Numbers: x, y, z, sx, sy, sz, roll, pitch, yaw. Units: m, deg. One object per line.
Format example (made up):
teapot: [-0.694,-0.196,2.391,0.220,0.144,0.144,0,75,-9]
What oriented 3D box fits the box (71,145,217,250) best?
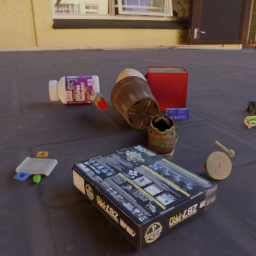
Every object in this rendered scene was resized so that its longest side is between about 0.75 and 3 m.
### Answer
box: [0.275,1.355,6.703,2.259,0.688,2.802,-17,27,-34]

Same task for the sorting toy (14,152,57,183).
sorting toy: [-2.577,1.126,7.974,0.922,0.223,1.637,6,22,4]

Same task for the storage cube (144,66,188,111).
storage cube: [1.836,-1.949,13.681,2.073,1.863,1.772,0,21,2]

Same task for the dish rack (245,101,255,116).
dish rack: [6.170,-0.753,12.520,1.442,0.513,1.880,3,23,12]

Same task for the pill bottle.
pill bottle: [-2.731,-1.958,14.387,2.465,1.384,1.384,-4,21,-7]

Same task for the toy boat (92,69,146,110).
toy boat: [-0.343,-1.554,12.555,2.534,2.130,1.177,-21,35,-12]

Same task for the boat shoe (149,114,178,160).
boat shoe: [1.245,0.042,9.649,1.074,1.015,2.984,1,21,4]

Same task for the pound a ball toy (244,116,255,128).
pound a ball toy: [5.095,-0.194,11.376,0.771,0.327,0.503,-6,47,-16]

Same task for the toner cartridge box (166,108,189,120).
toner cartridge box: [2.146,-0.610,12.150,0.956,0.454,0.206,-1,20,-5]

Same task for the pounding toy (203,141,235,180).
pounding toy: [2.450,0.946,7.780,0.757,0.981,0.455,29,-15,-8]

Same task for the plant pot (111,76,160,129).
plant pot: [0.347,-0.976,11.461,1.810,1.810,1.792,-6,31,-14]
